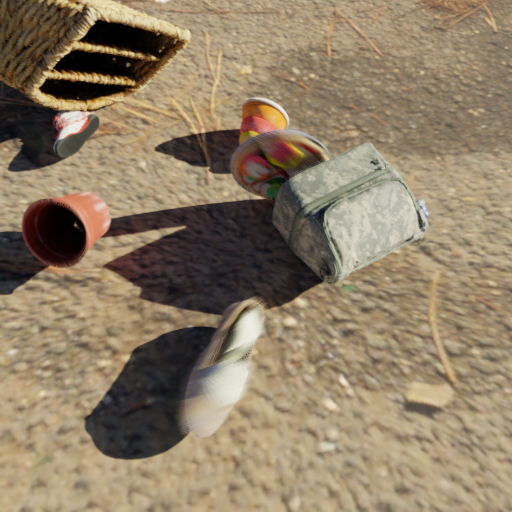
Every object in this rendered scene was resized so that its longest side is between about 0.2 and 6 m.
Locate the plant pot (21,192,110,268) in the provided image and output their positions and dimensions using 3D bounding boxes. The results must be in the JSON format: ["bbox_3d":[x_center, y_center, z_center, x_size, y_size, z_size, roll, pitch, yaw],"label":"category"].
[{"bbox_3d":[-3.613,-0.627,10.999,1.362,1.362,1.325,10,21,8],"label":"plant pot"}]

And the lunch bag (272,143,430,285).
[{"bbox_3d":[1.872,-0.746,11.057,2.507,1.747,2.103,-26,69,-20],"label":"lunch bag"}]

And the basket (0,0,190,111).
[{"bbox_3d":[-3.869,-4.580,13.048,2.851,2.731,3.827,27,21,15],"label":"basket"}]

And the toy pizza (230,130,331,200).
[{"bbox_3d":[0.509,-1.758,11.561,2.090,2.090,0.331,0,57,0],"label":"toy pizza"}]

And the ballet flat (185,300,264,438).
[{"bbox_3d":[-0.458,1.706,9.185,0.861,0.851,2.530,36,47,-22],"label":"ballet flat"}]

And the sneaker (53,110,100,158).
[{"bbox_3d":[-4.607,-2.972,13.547,0.900,0.561,1.680,16,47,14],"label":"sneaker"}]

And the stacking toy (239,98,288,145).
[{"bbox_3d":[-0.040,-2.787,13.273,1.203,1.203,1.647,19,71,15],"label":"stacking toy"}]
